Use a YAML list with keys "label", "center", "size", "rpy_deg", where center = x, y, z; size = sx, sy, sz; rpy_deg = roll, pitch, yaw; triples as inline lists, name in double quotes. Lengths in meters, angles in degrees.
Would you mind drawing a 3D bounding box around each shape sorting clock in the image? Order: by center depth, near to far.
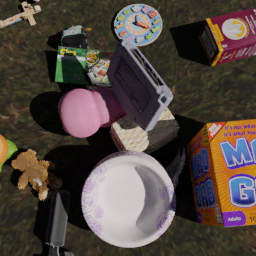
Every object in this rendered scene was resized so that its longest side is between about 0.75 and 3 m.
- label: "shape sorting clock"
  center: [0.419, -4.294, 11.593]
  size: [1.986, 0.390, 1.986]
  rpy_deg: [0, 72, 0]

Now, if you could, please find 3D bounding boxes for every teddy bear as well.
- label: "teddy bear"
  center: [-3.134, 1.637, 9.724]
  size: [1.858, 0.620, 1.347]
  rpy_deg: [29, 82, 1]

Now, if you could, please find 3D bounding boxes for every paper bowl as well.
- label: "paper bowl"
  center: [0.036, 2.100, 8.796]
  size: [2.801, 1.457, 2.801]
  rpy_deg: [0, 95, 3]

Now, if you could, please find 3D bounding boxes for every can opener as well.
- label: "can opener"
  center: [-2.204, 3.557, 9.084]
  size: [0.997, 0.790, 3.000]
  rpy_deg: [11, 71, -34]

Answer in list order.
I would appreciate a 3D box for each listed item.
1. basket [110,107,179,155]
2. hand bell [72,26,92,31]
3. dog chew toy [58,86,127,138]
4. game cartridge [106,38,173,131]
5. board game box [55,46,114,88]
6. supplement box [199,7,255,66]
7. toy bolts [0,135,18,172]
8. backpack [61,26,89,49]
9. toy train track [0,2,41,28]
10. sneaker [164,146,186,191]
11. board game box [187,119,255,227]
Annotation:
- label: "basket"
  center: [0.571, 0.075, 9.757]
  size: [2.131, 1.314, 1.444]
  rpy_deg: [-29, 76, -9]
- label: "hand bell"
  center: [-1.895, -4.050, 11.593]
  size: [0.794, 0.413, 0.413]
  rpy_deg: [-10, 73, -16]
- label: "dog chew toy"
  center: [-1.011, -0.692, 9.850]
  size: [2.728, 1.699, 1.699]
  rpy_deg: [-16, 73, -9]
- label: "game cartridge"
  center: [0.228, -1.272, 8.634]
  size: [0.531, 1.728, 2.596]
  rpy_deg: [-13, 60, -37]
- label: "board game box"
  center: [-1.434, -2.328, 10.831]
  size: [2.652, 0.311, 1.389]
  rpy_deg: [7, 93, 1]
- label: "supplement box"
  center: [4.407, -3.624, 10.969]
  size: [2.720, 1.165, 1.501]
  rpy_deg: [-15, 73, -5]
- label: "toy bolts"
  center: [-5.640, 0.985, 9.111]
  size: [2.752, 1.998, 2.881]
  rpy_deg: [33, 76, 10]
- label: "backpack"
  center: [-2.139, -3.525, 11.112]
  size: [1.015, 0.892, 0.778]
  rpy_deg: [-15, 57, -5]
- label: "toy train track"
  center: [-4.548, -4.677, 11.671]
  size: [1.851, 0.301, 1.062]
  rpy_deg: [-25, 87, -2]
- label: "sneaker"
  center: [1.520, 1.430, 9.687]
  size: [0.735, 0.685, 1.855]
  rpy_deg: [21, 74, 11]
- label: "board game box"
  center: [3.591, 1.437, 8.577]
  size: [2.735, 2.737, 2.735]
  rpy_deg: [-4, 73, -1]
